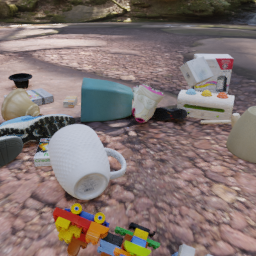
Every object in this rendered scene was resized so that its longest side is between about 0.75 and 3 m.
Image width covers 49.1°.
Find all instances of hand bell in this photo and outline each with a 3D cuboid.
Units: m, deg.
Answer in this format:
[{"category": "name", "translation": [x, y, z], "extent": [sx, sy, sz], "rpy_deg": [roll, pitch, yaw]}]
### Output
[{"category": "hand bell", "translation": [-3.096, -0.344, 10.189], "extent": [2.633, 1.371, 1.371], "rpy_deg": [24, 32, 16]}]

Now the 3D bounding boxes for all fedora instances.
[{"category": "fedora", "translation": [-5.611, -2.450, 14.702], "extent": [1.331, 0.608, 1.331], "rpy_deg": [0, 26, 0]}]

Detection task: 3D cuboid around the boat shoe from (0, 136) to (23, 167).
[{"category": "boat shoe", "translation": [-4.183, 0.774, 7.820], "extent": [2.424, 0.893, 0.777], "rpy_deg": [-27, 41, -32]}]

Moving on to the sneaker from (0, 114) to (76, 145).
[{"category": "sneaker", "translation": [-3.063, -0.125, 9.308], "extent": [2.625, 1.029, 1.181], "rpy_deg": [-8, 31, -12]}]

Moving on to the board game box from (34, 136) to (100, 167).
[{"category": "board game box", "translation": [-1.802, 0.690, 8.569], "extent": [1.887, 0.327, 1.191], "rpy_deg": [-3, 27, -6]}]

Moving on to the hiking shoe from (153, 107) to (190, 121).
[{"category": "hiking shoe", "translation": [1.665, -0.528, 11.008], "extent": [1.431, 0.542, 0.720], "rpy_deg": [6, 2, 27]}]

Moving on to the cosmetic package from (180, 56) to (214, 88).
[{"category": "cosmetic package", "translation": [2.248, -1.837, 9.165], "extent": [0.761, 0.759, 0.468], "rpy_deg": [-24, -4, -25]}]

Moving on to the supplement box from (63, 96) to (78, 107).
[{"category": "supplement box", "translation": [-2.553, -1.179, 12.462], "extent": [0.483, 0.282, 0.766], "rpy_deg": [0, 26, 2]}]

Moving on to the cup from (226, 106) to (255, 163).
[{"category": "cup", "translation": [4.106, 0.091, 8.686], "extent": [1.844, 1.319, 1.844], "rpy_deg": [0, 27, 0]}]

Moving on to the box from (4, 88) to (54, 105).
[{"category": "box", "translation": [-4.486, -1.320, 12.671], "extent": [1.795, 0.370, 1.399], "rpy_deg": [-20, 32, -33]}]

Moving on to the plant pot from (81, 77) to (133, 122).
[{"category": "plant pot", "translation": [-0.841, -1.103, 11.170], "extent": [1.983, 1.401, 1.401], "rpy_deg": [2, 26, -7]}]

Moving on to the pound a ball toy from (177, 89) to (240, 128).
[{"category": "pound a ball toy", "translation": [3.173, -0.854, 10.931], "extent": [2.470, 1.049, 1.610], "rpy_deg": [9, 27, 19]}]

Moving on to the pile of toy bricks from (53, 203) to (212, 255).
[{"category": "pile of toy bricks", "translation": [-0.074, 2.348, 4.422], "extent": [2.713, 1.505, 1.339], "rpy_deg": [20, 57, 5]}]

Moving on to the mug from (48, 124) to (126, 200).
[{"category": "mug", "translation": [-0.937, 0.903, 7.065], "extent": [1.874, 1.384, 1.643], "rpy_deg": [0, 31, -26]}]

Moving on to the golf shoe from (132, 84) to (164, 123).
[{"category": "golf shoe", "translation": [0.538, -0.929, 11.040], "extent": [1.120, 1.361, 2.975], "rpy_deg": [22, 2, -3]}]

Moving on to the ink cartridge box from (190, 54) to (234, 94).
[{"category": "ink cartridge box", "translation": [3.655, -2.162, 12.420], "extent": [1.541, 2.087, 0.894], "rpy_deg": [-1, 27, -2]}]
